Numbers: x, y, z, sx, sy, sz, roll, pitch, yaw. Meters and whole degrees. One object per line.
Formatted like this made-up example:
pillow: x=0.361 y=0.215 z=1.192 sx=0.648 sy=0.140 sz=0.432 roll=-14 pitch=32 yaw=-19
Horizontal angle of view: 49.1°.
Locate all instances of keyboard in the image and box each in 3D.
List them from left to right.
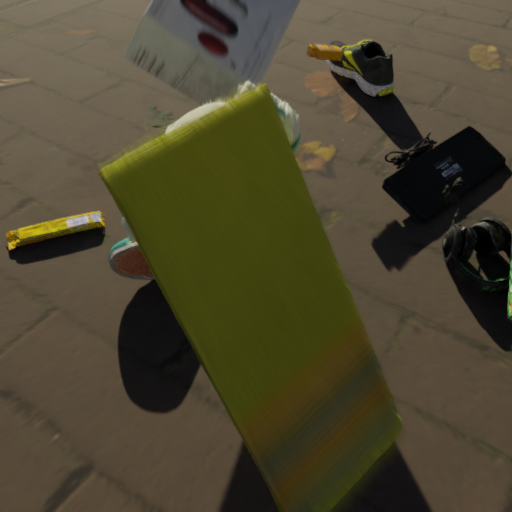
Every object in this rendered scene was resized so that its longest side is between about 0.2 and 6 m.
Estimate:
keyboard: x=3.628 y=-1.715 z=11.250 sx=2.957 sy=0.586 sz=1.539 roll=-31 pitch=75 yaw=-29

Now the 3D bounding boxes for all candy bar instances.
candy bar: x=-3.573 y=-0.476 z=10.050 sx=1.743 sy=0.193 sz=0.435 roll=-15 pitch=50 yaw=-15

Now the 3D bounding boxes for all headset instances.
headset: x=3.691 y=-0.345 z=9.399 sx=1.200 sy=0.913 sz=1.943 roll=-11 pitch=57 yaw=-13

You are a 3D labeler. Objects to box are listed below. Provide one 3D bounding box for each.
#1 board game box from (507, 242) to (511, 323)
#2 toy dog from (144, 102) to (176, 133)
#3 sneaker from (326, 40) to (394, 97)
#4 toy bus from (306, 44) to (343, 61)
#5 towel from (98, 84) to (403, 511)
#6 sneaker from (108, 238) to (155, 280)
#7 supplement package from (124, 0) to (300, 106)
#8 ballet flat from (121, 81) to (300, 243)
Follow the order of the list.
board game box: x=5.779 y=-0.466 z=9.425 sx=2.815 sy=0.630 sz=5.373 roll=21 pitch=47 yaw=8
toy dog: x=-1.435 y=-2.044 z=8.523 sx=0.473 sy=0.330 sz=0.459 roll=30 pitch=83 yaw=-4
sneaker: x=2.658 y=-4.956 z=13.969 sx=0.943 sy=1.072 sz=2.534 roll=-22 pitch=48 yaw=-22
toy bus: x=1.462 y=-4.347 z=11.980 sx=0.732 sy=0.238 sz=0.287 roll=-6 pitch=42 yaw=-23
towel: x=0.182 y=0.576 z=4.735 sx=1.563 sy=3.632 sz=0.328 roll=-36 pitch=23 yaw=-27
sneaker: x=-1.391 y=-0.297 z=9.489 sx=2.348 sy=0.838 sz=0.938 roll=-15 pitch=42 yaw=-22
supplement package: x=-0.754 y=-3.887 z=9.566 sx=2.092 sy=1.539 sz=2.001 roll=28 pitch=73 yaw=-19
ballet flat: x=-0.740 y=-0.999 z=5.894 sx=2.663 sy=0.956 sz=0.956 roll=-26 pitch=32 yaw=35
